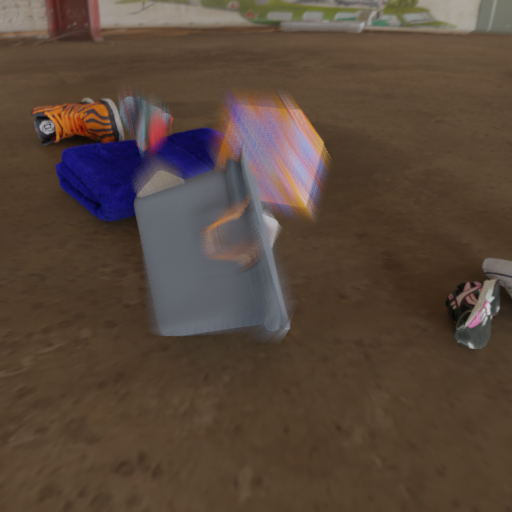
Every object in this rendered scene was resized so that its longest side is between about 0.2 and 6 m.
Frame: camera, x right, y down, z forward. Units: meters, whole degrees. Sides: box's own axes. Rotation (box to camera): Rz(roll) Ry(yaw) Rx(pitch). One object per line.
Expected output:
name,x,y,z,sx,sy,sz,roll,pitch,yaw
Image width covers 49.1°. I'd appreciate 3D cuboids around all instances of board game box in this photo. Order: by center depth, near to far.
board game box,0.252,-1.763,10.007,1.305,1.306,1.305,13,-9,27

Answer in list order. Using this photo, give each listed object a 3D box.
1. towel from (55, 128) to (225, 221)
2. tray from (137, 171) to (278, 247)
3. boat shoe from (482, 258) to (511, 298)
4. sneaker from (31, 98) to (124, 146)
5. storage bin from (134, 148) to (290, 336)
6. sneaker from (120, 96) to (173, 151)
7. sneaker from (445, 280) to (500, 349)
towel,-2.202,-2.099,13.071,4.202,1.041,3.103,-20,33,-32
tray,-0.868,-0.772,10.446,2.548,0.283,1.368,23,31,-3
boat shoe,4.133,0.537,8.304,0.936,0.849,2.544,6,4,-5
sneaker,-5.167,-3.651,15.973,1.981,1.372,3.537,-22,24,-28
storage bin,-0.639,-0.006,7.655,1.649,2.455,1.786,-15,-9,4
sneaker,-1.983,-2.280,9.448,0.722,0.870,1.822,-49,14,-4
sneaker,3.086,0.839,8.212,0.689,0.641,1.596,1,18,34
